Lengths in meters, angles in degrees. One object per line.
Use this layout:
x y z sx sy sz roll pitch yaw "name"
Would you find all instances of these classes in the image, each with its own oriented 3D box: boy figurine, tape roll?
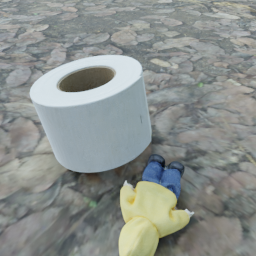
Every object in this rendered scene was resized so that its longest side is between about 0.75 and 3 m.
0.527 1.592 5.533 1.519 0.787 2.444 18 41 8 "boy figurine"
-0.808 -0.443 6.873 2.637 1.810 2.637 -7 34 5 "tape roll"
